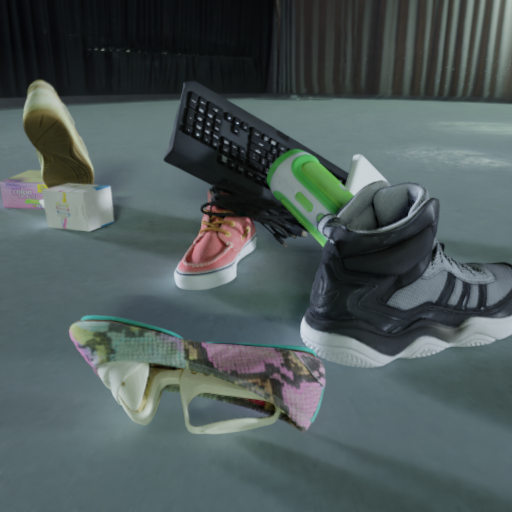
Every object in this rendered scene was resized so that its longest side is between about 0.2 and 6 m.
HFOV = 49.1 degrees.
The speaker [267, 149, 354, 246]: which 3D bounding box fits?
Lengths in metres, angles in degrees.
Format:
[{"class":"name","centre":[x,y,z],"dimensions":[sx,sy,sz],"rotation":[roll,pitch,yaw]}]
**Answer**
[{"class":"speaker","centre":[1.016,-0.649,7.949],"dimensions":[0.893,0.893,2.019],"rotation":[-15,51,-35]}]

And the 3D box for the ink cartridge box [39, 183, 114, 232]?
[{"class":"ink cartridge box","centre":[-3.596,-0.989,11.159],"dimensions":[1.229,0.770,0.790],"rotation":[6,20,26]}]

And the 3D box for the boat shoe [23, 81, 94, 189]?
[{"class":"boat shoe","centre":[-3.919,-2.182,11.177],"dimensions":[1.040,2.850,0.897],"rotation":[-10,65,-5]}]

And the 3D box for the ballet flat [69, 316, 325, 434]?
[{"class":"ballet flat","centre":[-0.653,1.161,5.225],"dimensions":[2.554,0.883,0.909],"rotation":[8,59,7]}]

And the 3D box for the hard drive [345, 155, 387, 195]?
[{"class":"hard drive","centre":[1.818,-0.894,9.668],"dimensions":[0.189,1.419,0.936],"rotation":[-2,-27,46]}]

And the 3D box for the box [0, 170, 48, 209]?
[{"class":"box","centre":[-5.011,-1.543,12.951],"dimensions":[1.133,0.623,1.288],"rotation":[3,19,7]}]

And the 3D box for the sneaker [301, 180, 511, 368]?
[{"class":"sneaker","centre":[2.104,0.067,6.640],"dimensions":[3.362,1.913,1.269],"rotation":[-10,22,-24]}]

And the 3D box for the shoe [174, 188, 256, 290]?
[{"class":"shoe","centre":[-0.630,-0.404,8.955],"dimensions":[0.921,1.173,2.579],"rotation":[2,19,17]}]

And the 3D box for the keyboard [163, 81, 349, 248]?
[{"class":"keyboard","centre":[0.435,-1.235,8.979],"dimensions":[3.879,2.019,0.769],"rotation":[22,-24,-31]}]
